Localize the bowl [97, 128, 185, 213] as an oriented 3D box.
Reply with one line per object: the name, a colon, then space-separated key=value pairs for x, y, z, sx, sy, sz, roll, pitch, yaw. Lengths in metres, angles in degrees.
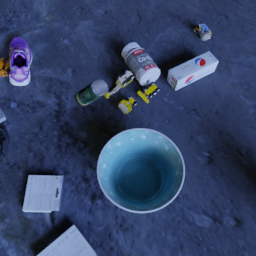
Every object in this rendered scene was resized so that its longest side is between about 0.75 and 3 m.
bowl: x=0.451 y=1.673 z=10.143 sx=2.991 sy=1.565 sz=2.991 roll=-1 pitch=64 yaw=2

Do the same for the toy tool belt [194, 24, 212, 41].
toy tool belt: x=3.808 y=-4.970 z=14.135 sx=0.643 sy=0.633 sz=1.030 roll=-25 pitch=65 yaw=-12

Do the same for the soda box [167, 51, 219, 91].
soda box: x=2.950 y=-2.614 z=12.833 sx=2.296 sy=0.782 sz=0.731 roll=-26 pitch=66 yaw=-13

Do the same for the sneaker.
sneaker: x=-4.963 y=-3.270 z=12.877 sx=1.055 sy=1.160 sz=2.623 roll=-3 pitch=62 yaw=-18

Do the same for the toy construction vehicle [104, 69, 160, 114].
toy construction vehicle: x=0.132 y=-1.584 z=12.456 sx=1.990 sy=0.701 sz=1.732 roll=-43 pitch=81 yaw=-16

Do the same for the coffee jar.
coffee jar: x=-1.331 y=-1.227 z=9.969 sx=0.708 sy=1.357 sz=0.579 roll=-34 pitch=99 yaw=-39

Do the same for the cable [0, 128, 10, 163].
cable: x=-5.557 y=0.706 z=11.374 sx=1.443 sy=0.449 sz=1.769 roll=-14 pitch=61 yaw=1

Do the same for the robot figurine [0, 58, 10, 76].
robot figurine: x=-5.804 y=-2.853 z=13.222 sx=0.794 sy=0.319 sz=1.096 roll=0 pitch=62 yaw=0

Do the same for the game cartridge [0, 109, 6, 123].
game cartridge: x=-5.852 y=-0.569 z=11.892 sx=1.414 sy=0.289 sz=0.942 roll=35 pitch=61 yaw=28

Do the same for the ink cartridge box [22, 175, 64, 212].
ink cartridge box: x=-3.135 y=2.451 z=10.499 sx=1.374 sy=0.279 sz=1.371 roll=1 pitch=63 yaw=1

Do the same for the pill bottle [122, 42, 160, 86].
pill bottle: x=0.546 y=-2.957 z=12.830 sx=1.086 sy=1.086 sz=1.907 roll=-27 pitch=66 yaw=-13

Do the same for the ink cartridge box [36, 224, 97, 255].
ink cartridge box: x=-1.983 y=4.506 z=9.392 sx=1.746 sy=0.355 sz=1.749 roll=-37 pitch=68 yaw=-17
